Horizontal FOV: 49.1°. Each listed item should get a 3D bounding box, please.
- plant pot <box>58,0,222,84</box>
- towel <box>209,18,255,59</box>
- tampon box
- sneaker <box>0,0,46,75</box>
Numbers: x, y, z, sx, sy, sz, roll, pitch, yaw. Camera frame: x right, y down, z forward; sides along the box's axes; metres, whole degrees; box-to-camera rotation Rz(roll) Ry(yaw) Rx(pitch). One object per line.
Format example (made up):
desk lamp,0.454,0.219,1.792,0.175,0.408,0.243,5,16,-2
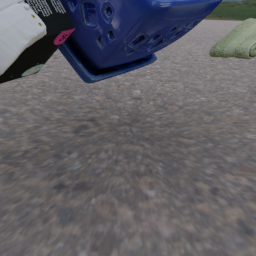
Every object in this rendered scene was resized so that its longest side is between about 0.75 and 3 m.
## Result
plant pot,-0.266,-2.689,5.892,2.892,2.600,2.892,-30,80,-45
towel,2.296,-1.744,5.349,1.370,0.250,1.017,-40,33,-20
tampon box,-2.510,-1.634,4.677,2.403,1.517,1.801,-32,5,-42
sneaker,-1.643,-1.762,3.720,0.843,1.322,2.287,-15,52,45
